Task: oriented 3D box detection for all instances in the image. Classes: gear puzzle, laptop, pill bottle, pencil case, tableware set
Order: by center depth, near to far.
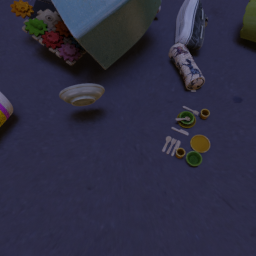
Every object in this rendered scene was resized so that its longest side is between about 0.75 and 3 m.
[{"bbox_3d":[-4.707,0.109,7.659,1.552,1.552,2.978,27,65,13],"label":"pill bottle"},{"bbox_3d":[1.906,0.169,8.355,1.272,0.290,1.888,25,64,12],"label":"tableware set"},{"bbox_3d":[-2.537,-3.358,9.182,2.860,0.375,1.481,36,58,-1],"label":"gear puzzle"},{"bbox_3d":[1.930,-2.001,9.283,0.632,0.726,1.624,-18,66,-9],"label":"pencil case"},{"bbox_3d":[-2.969,-4.549,10.985,1.265,0.783,1.351,21,36,10],"label":"laptop"}]

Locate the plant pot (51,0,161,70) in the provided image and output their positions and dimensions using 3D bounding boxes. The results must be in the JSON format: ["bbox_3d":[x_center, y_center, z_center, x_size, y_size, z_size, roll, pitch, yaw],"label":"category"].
[{"bbox_3d":[-0.604,-3.980,8.454,2.796,2.745,2.737,-33,78,7],"label":"plant pot"}]

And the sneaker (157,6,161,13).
[{"bbox_3d":[0.075,-4.584,10.601,2.153,0.767,1.211,27,61,22],"label":"sneaker"}]

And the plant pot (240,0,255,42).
[{"bbox_3d":[5.037,-3.615,9.591,2.015,2.122,2.122,16,62,23],"label":"plant pot"}]

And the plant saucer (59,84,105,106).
[{"bbox_3d":[-1.258,-0.859,7.800,1.268,1.268,0.318,-9,78,-5],"label":"plant saucer"}]

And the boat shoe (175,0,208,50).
[{"bbox_3d":[2.381,-3.876,10.233,1.001,1.017,2.822,22,62,-13],"label":"boat shoe"}]
